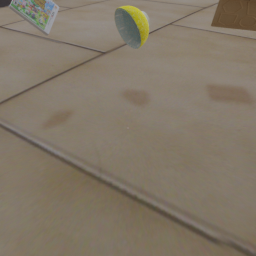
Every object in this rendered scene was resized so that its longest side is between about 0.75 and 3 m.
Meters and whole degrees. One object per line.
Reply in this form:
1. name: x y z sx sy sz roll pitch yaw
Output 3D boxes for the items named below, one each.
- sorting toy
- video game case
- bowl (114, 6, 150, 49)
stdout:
1. sorting toy: 3.422 -3.523 8.516 1.487 1.607 0.293 9 78 6
2. video game case: -2.284 -2.991 6.941 0.117 1.063 0.968 -12 57 42
3. bowl: 0.247 -3.152 8.496 0.700 1.302 1.302 -35 46 -16
